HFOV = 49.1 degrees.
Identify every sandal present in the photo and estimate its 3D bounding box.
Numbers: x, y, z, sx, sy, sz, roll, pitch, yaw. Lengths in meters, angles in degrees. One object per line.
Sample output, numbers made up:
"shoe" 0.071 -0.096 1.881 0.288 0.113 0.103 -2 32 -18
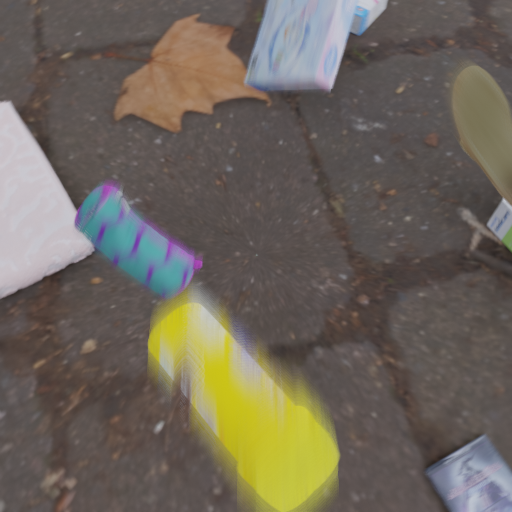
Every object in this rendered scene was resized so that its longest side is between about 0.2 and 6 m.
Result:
"sandal" 3.164 -1.529 7.815 0.830 0.744 2.263 -42 107 -8

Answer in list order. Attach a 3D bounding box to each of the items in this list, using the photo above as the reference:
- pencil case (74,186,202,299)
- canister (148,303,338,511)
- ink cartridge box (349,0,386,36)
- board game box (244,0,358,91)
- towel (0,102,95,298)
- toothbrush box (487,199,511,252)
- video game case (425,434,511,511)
"pencil case" -1.508 -0.165 7.132 0.738 1.597 0.680 -40 26 16
"canister" -0.146 1.270 4.886 0.711 1.220 1.642 -41 53 -11
"ink cartridge box" 2.505 -6.051 13.362 0.919 0.541 1.596 32 65 17
"board game box" 0.810 -3.987 9.839 2.075 0.452 2.085 22 96 54
"towel" -5.666 -0.611 10.122 4.271 0.688 4.080 -29 63 -16
"toothbrush box" 5.373 -0.359 9.875 1.421 0.840 1.952 -26 62 -15
"video game case" 3.318 3.512 8.025 1.093 0.145 1.531 -25 64 -14
